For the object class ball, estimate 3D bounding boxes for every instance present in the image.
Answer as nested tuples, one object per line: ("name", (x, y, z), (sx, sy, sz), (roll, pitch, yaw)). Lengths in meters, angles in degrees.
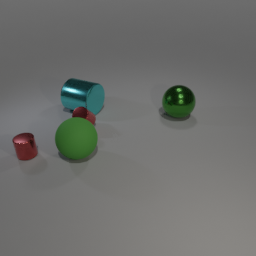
("ball", (-1.710, 0.345, 9.314), (1.400, 1.400, 1.400), (0, 31, 0))
("ball", (2.129, -1.102, 11.766), (1.400, 1.400, 1.400), (0, 31, 0))

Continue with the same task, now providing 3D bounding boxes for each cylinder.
("cylinder", (-1.723, -0.411, 10.998), (0.700, 0.700, 0.700), (15, -9, 23))
("cylinder", (-3.496, 0.622, 9.541), (0.700, 0.700, 0.700), (-2, 30, 1))
("cylinder", (-1.957, -1.372, 12.209), (1.400, 1.400, 1.400), (16, 34, 25))
